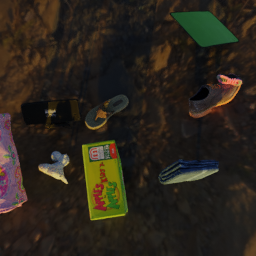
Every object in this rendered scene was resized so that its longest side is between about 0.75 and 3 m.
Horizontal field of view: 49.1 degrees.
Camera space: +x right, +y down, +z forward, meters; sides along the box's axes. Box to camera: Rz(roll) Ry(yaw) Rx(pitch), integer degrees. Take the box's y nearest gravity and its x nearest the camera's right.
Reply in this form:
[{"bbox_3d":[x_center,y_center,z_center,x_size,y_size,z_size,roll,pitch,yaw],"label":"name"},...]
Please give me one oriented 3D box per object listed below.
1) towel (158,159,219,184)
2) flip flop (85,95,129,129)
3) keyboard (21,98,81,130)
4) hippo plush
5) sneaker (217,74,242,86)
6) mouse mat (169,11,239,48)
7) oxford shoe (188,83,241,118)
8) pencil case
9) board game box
[{"bbox_3d":[1.687,1.180,7.721,1.719,0.960,0.417,3,60,-41],"label":"towel"},{"bbox_3d":[-0.677,-0.572,8.865,1.599,0.460,0.648,-33,76,-9],"label":"flip flop"},{"bbox_3d":[-2.356,-0.419,8.739,1.808,0.358,0.941,-4,106,4],"label":"keyboard"},{"bbox_3d":[-2.057,1.069,8.224,0.934,0.744,0.751,26,73,3],"label":"hippo plush"},{"bbox_3d":[3.156,-1.563,8.727,0.770,0.304,0.367,15,56,3],"label":"sneaker"},{"bbox_3d":[2.560,-3.315,9.262,2.162,0.081,1.739,-18,64,-35],"label":"mouse mat"},{"bbox_3d":[2.729,-1.105,8.771,1.957,0.713,0.698,-36,40,-11],"label":"oxford shoe"},{"bbox_3d":[-3.600,0.978,7.743,1.201,1.201,2.746,-13,89,-4],"label":"pencil case"},{"bbox_3d":[-0.472,1.392,6.964,0.708,2.974,1.511,-9,75,-2],"label":"board game box"}]
